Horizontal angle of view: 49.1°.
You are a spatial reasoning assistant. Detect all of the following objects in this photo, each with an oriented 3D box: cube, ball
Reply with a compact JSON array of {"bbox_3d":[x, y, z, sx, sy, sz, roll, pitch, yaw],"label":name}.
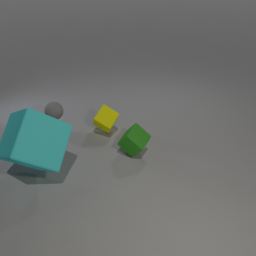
[{"bbox_3d":[-2.672,0.382,7.975,1.400,1.400,1.400,25,-19,-36],"label":"cube"},{"bbox_3d":[-0.832,-0.337,10.516,0.700,0.700,0.700,32,72,-2],"label":"cube"},{"bbox_3d":[0.206,0.403,9.296,0.700,0.700,0.700,41,50,-7],"label":"cube"},{"bbox_3d":[-2.812,-0.649,10.647,0.700,0.700,0.700,0,30,0],"label":"ball"}]
